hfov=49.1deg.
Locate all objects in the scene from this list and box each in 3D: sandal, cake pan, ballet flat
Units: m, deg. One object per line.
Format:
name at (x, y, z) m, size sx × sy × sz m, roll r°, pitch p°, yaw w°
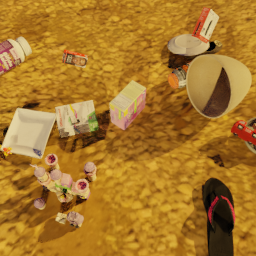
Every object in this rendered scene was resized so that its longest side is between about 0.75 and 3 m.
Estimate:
sandal at (2.863, 2.748, 8.583) m, size 0.988 × 0.593 × 2.632 m, roll 4°, pitch 58°, yaw 2°
cake pan at (5.016, 0.356, 10.229) m, size 1.689 × 0.310 × 1.689 m, roll 0°, pitch 58°, yaw 0°
ballet flat at (3.420, -3.587, 12.587) m, size 1.919 × 0.445 × 0.647 m, roll -16°, pitch 60°, yaw -10°

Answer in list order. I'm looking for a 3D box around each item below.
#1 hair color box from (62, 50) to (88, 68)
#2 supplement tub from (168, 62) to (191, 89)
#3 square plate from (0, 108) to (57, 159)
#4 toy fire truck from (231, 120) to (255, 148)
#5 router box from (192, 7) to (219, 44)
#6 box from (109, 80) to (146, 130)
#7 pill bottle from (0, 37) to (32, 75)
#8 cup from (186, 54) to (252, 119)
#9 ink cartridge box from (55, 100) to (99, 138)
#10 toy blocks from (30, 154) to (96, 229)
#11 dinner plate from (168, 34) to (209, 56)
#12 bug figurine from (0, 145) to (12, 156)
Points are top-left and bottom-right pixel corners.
hair color box at (-1.989, -2.585, 10.492) m, size 0.883 × 0.448 × 0.270 m, roll 8°, pitch 33°, yaw -21°
supplement tub at (2.349, -2.151, 11.485) m, size 1.326 × 0.812 × 0.812 m, roll -27°, pitch 62°, yaw -15°
square plate at (-3.557, 0.176, 10.150) m, size 1.711 × 0.246 × 1.728 m, roll 9°, pitch 70°, yaw 16°
toy fire truck at (4.681, 0.171, 10.045) m, size 1.719 × 0.419 × 1.212 m, roll 34°, pitch 48°, yaw 19°
router box at (1.987, -2.609, 7.183) m, size 0.199 × 0.730 × 0.814 m, roll 31°, pitch 21°, yaw 25°
box at (0.010, -0.841, 10.438) m, size 0.664 × 1.209 × 1.374 m, roll 34°, pitch 64°, yaw 19°
pill bottle at (-5.143, -3.082, 11.903) m, size 1.936 × 1.087 × 1.087 m, roll -39°, pitch 66°, yaw -21°
cup at (3.558, -1.678, 10.432) m, size 1.666 × 2.329 × 2.329 m, roll -17°, pitch 59°, yaw -23°
ink cartridge box at (-1.921, -0.352, 10.490) m, size 1.445 × 0.607 × 1.047 m, roll -12°, pitch 59°, yaw -7°
toy blocks at (-2.034, 1.752, 8.599) m, size 1.797 × 1.618 × 1.923 m, roll 13°, pitch 59°, yaw 7°
dinner plate at (2.721, -3.835, 12.638) m, size 1.852 × 0.225 × 1.852 m, roll -3°, pitch 46°, yaw 3°
bug figurine at (-4.574, 1.002, 9.759) m, size 0.806 × 0.267 × 1.039 m, roll 25°, pitch 73°, yaw 19°
